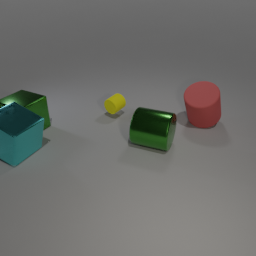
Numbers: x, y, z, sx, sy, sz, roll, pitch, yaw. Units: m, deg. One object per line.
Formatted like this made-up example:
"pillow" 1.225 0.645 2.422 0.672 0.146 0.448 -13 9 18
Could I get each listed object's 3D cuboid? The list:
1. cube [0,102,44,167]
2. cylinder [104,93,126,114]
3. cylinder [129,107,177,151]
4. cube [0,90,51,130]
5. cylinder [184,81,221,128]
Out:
"cube" -3.950 0.188 9.724 1.400 1.400 1.400 28 38 13
"cylinder" -0.568 -1.069 12.295 0.700 0.700 0.700 21 41 31
"cylinder" 0.936 0.022 10.299 1.400 1.400 1.400 12 32 19
"cube" -4.191 -0.558 11.298 1.400 1.400 1.400 16 34 25
"cylinder" 3.068 -0.945 11.472 1.400 1.400 1.400 -10 52 13
